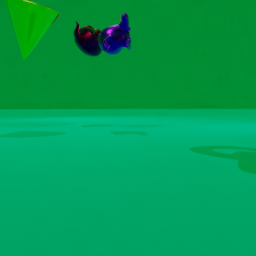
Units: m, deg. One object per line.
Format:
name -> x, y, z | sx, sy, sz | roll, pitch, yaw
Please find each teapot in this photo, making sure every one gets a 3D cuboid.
teapot -> -1.431, -3.377, 10.589 | 0.956, 1.214, 1.953 | -40, -31, 24

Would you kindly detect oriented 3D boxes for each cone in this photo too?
cone -> -2.808, -2.662, 7.888 | 1.522, 1.528, 1.522 | 14, 14, -3

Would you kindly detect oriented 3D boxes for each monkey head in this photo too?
monkey head -> -0.375, -2.569, 7.642 | 0.904, 1.079, 1.499 | -3, 32, -2
